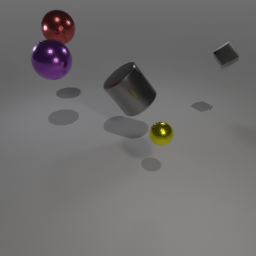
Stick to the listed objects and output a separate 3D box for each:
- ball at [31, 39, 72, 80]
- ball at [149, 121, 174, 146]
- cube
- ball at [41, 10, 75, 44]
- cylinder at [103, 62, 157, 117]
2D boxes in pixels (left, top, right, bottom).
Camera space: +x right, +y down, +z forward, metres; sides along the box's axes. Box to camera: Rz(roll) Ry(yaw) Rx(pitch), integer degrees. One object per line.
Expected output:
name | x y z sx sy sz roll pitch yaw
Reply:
ball | -2.672 -2.390 9.842 1.400 1.400 1.400 0 30 0
ball | 0.951 0.163 8.007 0.700 0.700 0.700 0 30 0
cube | 3.848 -2.812 11.003 0.700 0.700 0.700 -33 -11 16
ball | -2.909 -4.189 11.707 1.400 1.400 1.400 0 30 0
cylinder | 0.074 -1.368 9.970 1.400 1.400 1.400 -32 27 19
